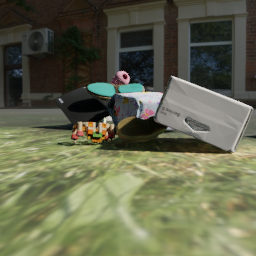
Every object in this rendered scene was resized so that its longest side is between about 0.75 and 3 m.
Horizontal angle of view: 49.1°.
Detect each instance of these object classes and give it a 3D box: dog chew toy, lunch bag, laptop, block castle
[{"bbox_3d":[-0.437,-2.182,13.145,0.707,0.707,1.135,-4,-13,-35],"label":"dog chew toy"},{"bbox_3d":[0.567,-0.613,10.290,1.994,1.495,2.352,-5,17,-29],"label":"lunch bag"},{"bbox_3d":[-1.496,-0.646,11.783,2.099,1.223,2.368,48,10,31],"label":"laptop"},{"bbox_3d":[-0.876,0.160,7.079,1.019,0.478,0.681,4,-12,-25],"label":"block castle"}]

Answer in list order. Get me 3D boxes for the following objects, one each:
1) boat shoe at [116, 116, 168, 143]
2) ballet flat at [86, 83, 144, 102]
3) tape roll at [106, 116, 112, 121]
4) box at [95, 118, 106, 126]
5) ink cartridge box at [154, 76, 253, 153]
[{"bbox_3d":[0.362,0.103,7.541,0.718,0.619,1.968,45,32,22],"label":"boat shoe"},{"bbox_3d":[-0.504,-1.345,11.245,2.306,0.813,0.753,1,-35,-7],"label":"ballet flat"},{"bbox_3d":[-1.470,-0.693,16.883,2.285,0.417,2.285,1,5,0],"label":"tape roll"},{"bbox_3d":[-1.366,-0.646,12.754,0.508,1.050,0.924,-1,6,7],"label":"box"},{"bbox_3d":[1.725,-0.375,6.862,1.814,1.047,2.493,22,8,8],"label":"ink cartridge box"}]
